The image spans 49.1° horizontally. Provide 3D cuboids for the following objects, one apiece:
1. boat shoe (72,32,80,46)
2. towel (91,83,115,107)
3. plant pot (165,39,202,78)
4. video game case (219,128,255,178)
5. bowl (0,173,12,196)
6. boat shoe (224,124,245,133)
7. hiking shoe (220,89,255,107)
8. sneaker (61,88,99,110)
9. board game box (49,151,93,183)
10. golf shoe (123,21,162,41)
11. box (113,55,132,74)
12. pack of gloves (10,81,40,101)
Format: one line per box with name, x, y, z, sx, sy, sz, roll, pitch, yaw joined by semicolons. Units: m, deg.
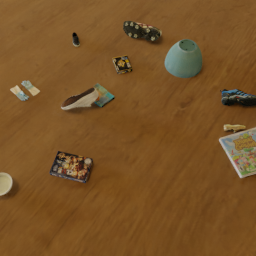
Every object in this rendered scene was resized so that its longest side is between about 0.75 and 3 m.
boat shoe;-2.605;-4.405;13.923;0.337;0.281;0.903;-11;60;-9
towel;-1.236;-1.428;12.131;1.135;0.123;0.832;40;65;22
plant pot;2.601;-3.303;12.703;1.732;1.167;1.732;0;58;0
video game case;4.685;0.864;10.626;1.864;0.206;1.697;-15;59;-9
bowl;-4.418;2.024;9.792;0.842;0.378;0.842;0;57;0
boat shoe;4.241;0.038;11.143;0.829;0.297;0.316;1;71;9
hiking shoe;4.779;-1.356;11.786;1.666;0.620;0.722;4;59;3
sneaker;-1.944;-1.027;11.626;1.643;0.695;0.598;-21;44;9
board game box;-2.066;1.419;10.251;1.354;0.234;0.917;11;59;7
golf shoe;0.707;-4.888;14.085;2.022;0.780;0.890;23;36;16
box;-0.256;-2.954;13.041;0.719;0.222;0.900;-12;58;-9
pack of gloves;-4.520;-1.691;12.249;1.043;0.206;0.876;39;67;21
